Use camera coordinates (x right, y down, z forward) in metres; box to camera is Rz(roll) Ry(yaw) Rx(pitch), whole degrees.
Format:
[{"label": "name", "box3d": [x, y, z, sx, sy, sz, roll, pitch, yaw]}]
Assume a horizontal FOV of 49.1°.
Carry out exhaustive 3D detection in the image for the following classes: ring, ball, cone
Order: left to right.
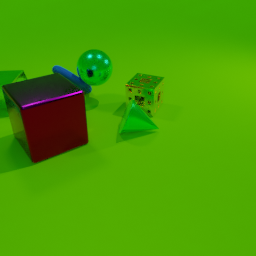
[{"label": "ring", "box3d": [-1.731, -1.496, 8.705, 1.365, 0.273, 1.365, 31, -1, 1]}, {"label": "ball", "box3d": [-0.958, -1.734, 8.071, 1.041, 1.041, 1.041, 0, 32, 0]}, {"label": "cone", "box3d": [0.362, -0.142, 7.040, 0.924, 0.921, 0.921, 21, 31, -10]}]

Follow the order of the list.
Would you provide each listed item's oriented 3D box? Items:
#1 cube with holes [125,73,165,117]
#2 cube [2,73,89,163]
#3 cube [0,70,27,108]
[{"label": "cube with holes", "box3d": [0.491, -0.963, 8.000, 0.848, 0.848, 0.848, 14, 37, 21]}, {"label": "cube", "box3d": [-1.874, -0.293, 6.455, 1.385, 1.385, 1.385, -21, 38, -30]}, {"label": "cube", "box3d": [-3.349, -1.106, 8.004, 0.791, 0.791, 0.791, 1, 43, 13]}]
